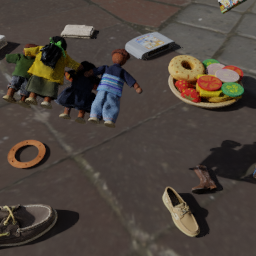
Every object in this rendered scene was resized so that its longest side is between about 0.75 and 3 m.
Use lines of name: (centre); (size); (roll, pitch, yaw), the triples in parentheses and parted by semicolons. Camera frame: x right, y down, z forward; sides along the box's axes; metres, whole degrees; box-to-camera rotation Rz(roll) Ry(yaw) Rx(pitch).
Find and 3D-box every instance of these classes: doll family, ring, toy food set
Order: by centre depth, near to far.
doll family: (-1.085, -1.014, 5.525); (2.701, 1.060, 1.561); (18, 76, -15)
ring: (-2.887, 0.747, 8.014); (1.044, 0.100, 1.044); (-1, 44, 1)
toy food set: (2.836, -1.713, 10.103); (2.711, 0.666, 2.739); (3, 44, 3)

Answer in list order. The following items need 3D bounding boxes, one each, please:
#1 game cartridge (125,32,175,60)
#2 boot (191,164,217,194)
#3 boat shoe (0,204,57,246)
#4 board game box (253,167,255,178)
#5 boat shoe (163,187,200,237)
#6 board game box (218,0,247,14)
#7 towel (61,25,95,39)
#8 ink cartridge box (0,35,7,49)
game cartridge: (0.926, -3.668, 12.333); (1.961, 0.407, 1.306); (-29, 56, -26)
boot: (1.849, 1.303, 7.323); (0.751, 0.259, 0.806); (-1, 46, -20)
boat shoe: (-2.785, 2.113, 6.187); (2.331, 0.694, 0.837); (-10, 45, -10)
board game box: (4.308, 0.746, 7.488); (1.343, 0.816, 1.684); (21, 47, 20)
boat shoe: (1.222, 1.943, 6.567); (0.449, 0.406, 1.259); (-22, 49, -21)
board game box: (3.472, -4.224, 8.599); (0.169, 1.440, 0.755); (5, 69, -48)
towel: (-2.376, -4.595, 13.339); (1.471, 0.254, 0.975); (4, 44, 4)
ink cartridge box: (-6.608, -3.654, 12.248); (1.958, 0.490, 1.575); (15, 46, 12)
